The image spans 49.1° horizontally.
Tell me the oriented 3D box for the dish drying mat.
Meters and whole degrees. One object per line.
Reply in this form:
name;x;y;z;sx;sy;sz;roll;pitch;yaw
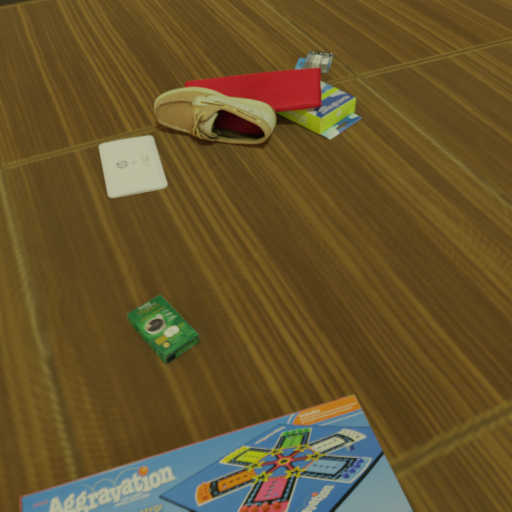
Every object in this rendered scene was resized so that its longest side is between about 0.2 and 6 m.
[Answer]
dish drying mat;-0.114;-3.589;12.505;3.138;0.286;1.205;-3;57;10

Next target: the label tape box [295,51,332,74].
label tape box;1.458;-4.953;14.248;0.846;0.268;0.610;12;48;10

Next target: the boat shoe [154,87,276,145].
boat shoe;-0.922;-2.902;11.823;2.648;0.980;0.879;5;41;5

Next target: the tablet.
tablet;-2.538;-1.854;11.430;1.167;0.122;1.793;-13;47;-11

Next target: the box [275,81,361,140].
box;1.259;-3.447;12.690;2.024;0.482;1.234;35;57;29

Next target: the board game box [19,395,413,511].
board game box;-0.391;3.206;6.439;4.320;0.420;2.224;-13;49;-12

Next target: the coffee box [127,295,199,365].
coffee box;-1.423;1.104;8.553;0.648;0.232;1.053;-33;55;-29
